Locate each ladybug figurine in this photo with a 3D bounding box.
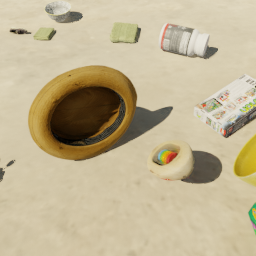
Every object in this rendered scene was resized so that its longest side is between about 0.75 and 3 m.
[{"bbox_3d":[0.918,0.703,5.913,0.952,0.505,1.403,-46,19,-8],"label":"ladybug figurine"}]

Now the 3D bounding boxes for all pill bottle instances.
[{"bbox_3d":[2.098,-3.273,10.506,1.704,0.987,0.987,19,49,16],"label":"pill bottle"}]

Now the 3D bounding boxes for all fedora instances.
[{"bbox_3d":[-1.119,-0.478,6.853,2.705,2.705,1.103,-21,42,-19],"label":"fedora"}]

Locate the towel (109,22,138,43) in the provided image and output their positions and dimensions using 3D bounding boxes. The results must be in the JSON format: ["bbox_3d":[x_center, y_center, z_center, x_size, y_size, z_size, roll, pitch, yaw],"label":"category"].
[{"bbox_3d":[-0.156,-3.990,11.691,1.117,0.275,1.506,4,45,3],"label":"towel"}]

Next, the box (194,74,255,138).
[{"bbox_3d":[3.200,-0.722,8.304,2.261,0.392,1.244,-31,52,-20],"label":"box"}]

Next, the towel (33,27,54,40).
[{"bbox_3d":[-3.513,-3.945,11.719,0.687,0.169,0.926,5,47,6],"label":"towel"}]

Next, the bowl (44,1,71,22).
[{"bbox_3d":[-3.102,-5.149,12.565,1.185,0.556,1.185,0,53,0],"label":"bowl"}]

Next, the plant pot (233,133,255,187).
[{"bbox_3d":[3.434,0.815,6.351,1.178,1.660,1.660,38,53,-1],"label":"plant pot"}]

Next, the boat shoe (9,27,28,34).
[{"bbox_3d":[-4.607,-4.065,11.778,0.779,0.280,0.252,11,60,6],"label":"boat shoe"}]

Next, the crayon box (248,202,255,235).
[{"bbox_3d":[3.574,2.081,5.683,1.836,0.535,1.090,-1,46,-1],"label":"crayon box"}]
